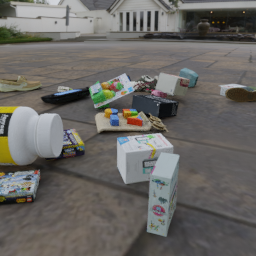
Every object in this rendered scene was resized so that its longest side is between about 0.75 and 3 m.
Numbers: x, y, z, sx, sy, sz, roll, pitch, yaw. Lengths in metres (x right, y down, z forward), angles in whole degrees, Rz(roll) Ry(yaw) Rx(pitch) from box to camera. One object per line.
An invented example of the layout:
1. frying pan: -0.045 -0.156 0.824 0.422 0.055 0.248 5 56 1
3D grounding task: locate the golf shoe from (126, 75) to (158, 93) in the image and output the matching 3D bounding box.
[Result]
1. golf shoe: 0.777 -2.404 14.982 2.049 0.902 0.791 9 24 26

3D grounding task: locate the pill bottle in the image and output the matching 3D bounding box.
1. pill bottle: -3.082 0.195 7.065 2.671 1.486 1.486 -1 21 3

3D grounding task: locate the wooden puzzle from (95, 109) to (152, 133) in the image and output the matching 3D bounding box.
1. wooden puzzle: -0.216 -0.343 10.189 1.874 0.434 1.736 -4 22 -9

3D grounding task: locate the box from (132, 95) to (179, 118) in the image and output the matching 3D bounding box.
1. box: 1.066 -0.914 11.310 1.102 0.616 1.562 -4 19 -39

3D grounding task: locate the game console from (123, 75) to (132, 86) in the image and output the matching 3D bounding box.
1. game console: 0.026 -2.666 16.116 0.795 0.547 0.922 18 28 39

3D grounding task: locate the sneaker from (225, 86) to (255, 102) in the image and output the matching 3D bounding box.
1. sneaker: 5.529 -1.632 13.359 2.014 0.675 0.904 0 14 -2

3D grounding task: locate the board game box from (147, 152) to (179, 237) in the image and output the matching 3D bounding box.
1. board game box: 0.655 1.184 5.107 0.387 1.204 0.888 7 22 18

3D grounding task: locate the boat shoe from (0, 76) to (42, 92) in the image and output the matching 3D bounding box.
1. boat shoe: -5.864 -2.434 15.211 2.261 0.751 0.837 -10 23 -24

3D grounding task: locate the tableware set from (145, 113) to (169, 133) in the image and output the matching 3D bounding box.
1. tableware set: 1.021 -0.221 9.843 0.722 0.219 1.093 17 18 -12

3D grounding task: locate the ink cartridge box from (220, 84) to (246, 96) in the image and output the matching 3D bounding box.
1. ink cartridge box: 5.292 -1.914 14.254 1.104 0.463 0.969 -9 22 -24

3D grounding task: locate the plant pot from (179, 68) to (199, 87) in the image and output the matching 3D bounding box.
1. plant pot: 3.488 -2.828 16.114 0.962 0.945 0.942 21 28 20

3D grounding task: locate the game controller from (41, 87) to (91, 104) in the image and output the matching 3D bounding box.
1. game controller: -2.902 -1.609 13.381 1.257 0.507 2.409 17 27 39

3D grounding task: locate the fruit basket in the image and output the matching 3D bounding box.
1. fruit basket: -0.770 -1.701 12.227 1.820 0.853 1.686 -29 39 5

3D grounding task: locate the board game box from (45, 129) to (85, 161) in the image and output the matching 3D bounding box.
1. board game box: -1.948 0.454 8.203 1.084 0.372 1.311 -6 22 -21

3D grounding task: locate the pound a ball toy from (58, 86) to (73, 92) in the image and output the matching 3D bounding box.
1. pound a ball toy: -3.154 -1.903 14.537 0.820 0.348 0.534 10 -2 24

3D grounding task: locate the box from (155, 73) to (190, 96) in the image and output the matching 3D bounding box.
1. box: 2.080 -2.005 12.935 0.947 0.807 1.481 23 16 28

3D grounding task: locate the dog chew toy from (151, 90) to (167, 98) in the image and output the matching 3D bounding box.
1. dog chew toy: 1.504 -1.552 13.240 0.835 0.520 0.520 -13 24 -31

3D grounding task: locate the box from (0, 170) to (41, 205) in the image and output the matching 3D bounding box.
1. box: -2.706 1.294 6.111 1.412 0.282 0.967 -3 21 -7

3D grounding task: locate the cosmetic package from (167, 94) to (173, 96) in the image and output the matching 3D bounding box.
1. cosmetic package: 2.083 -2.274 14.712 0.695 0.824 1.593 -2 22 -2

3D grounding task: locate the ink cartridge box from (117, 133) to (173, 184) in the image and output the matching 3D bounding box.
1. ink cartridge box: 0.393 0.716 6.812 1.164 0.850 0.854 -6 23 -15
